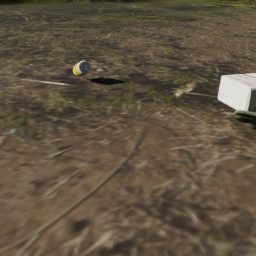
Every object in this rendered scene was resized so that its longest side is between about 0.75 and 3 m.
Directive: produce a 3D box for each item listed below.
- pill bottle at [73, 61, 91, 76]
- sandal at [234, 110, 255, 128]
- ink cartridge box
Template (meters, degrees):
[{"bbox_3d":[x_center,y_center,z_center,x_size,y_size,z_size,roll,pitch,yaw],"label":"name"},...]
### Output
[{"bbox_3d":[-2.052,-2.573,12.247,0.573,0.573,1.015,-15,9,-25],"label":"pill bottle"},{"bbox_3d":[3.919,-0.322,8.591,1.385,0.550,0.395,21,50,-7],"label":"sandal"},{"bbox_3d":[4.319,-1.214,9.267,2.079,0.861,1.523,-7,27,-17],"label":"ink cartridge box"}]
